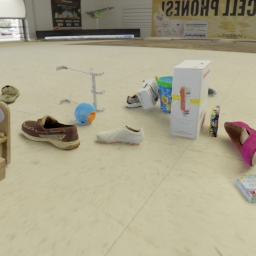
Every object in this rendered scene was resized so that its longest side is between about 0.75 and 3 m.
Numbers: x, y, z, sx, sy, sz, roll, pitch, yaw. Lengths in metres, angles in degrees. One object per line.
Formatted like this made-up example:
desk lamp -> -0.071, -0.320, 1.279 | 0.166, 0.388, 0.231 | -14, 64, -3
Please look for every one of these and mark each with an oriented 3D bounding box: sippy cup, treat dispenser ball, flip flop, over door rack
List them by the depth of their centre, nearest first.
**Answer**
treat dispenser ball -> -1.784, -0.612, 11.690 | 0.902, 0.902, 0.902 | 0, 23, 0
sippy cup -> 2.104, -1.541, 13.039 | 1.609, 1.502, 2.049 | 13, 24, 31
over door rack -> -2.179, -1.959, 13.508 | 2.616, 1.932, 0.871 | 14, 28, 28
flip flop -> -6.396, -1.906, 14.964 | 0.960, 0.681, 2.367 | -5, 24, -11

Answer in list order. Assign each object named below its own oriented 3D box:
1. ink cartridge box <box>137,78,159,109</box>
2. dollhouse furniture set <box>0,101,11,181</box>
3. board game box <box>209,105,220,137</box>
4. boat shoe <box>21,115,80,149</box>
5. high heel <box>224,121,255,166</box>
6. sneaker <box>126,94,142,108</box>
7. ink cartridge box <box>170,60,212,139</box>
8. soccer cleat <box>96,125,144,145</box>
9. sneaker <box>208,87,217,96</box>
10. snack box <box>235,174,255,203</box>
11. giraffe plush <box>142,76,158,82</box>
ink cartridge box -> 1.029, -1.638, 13.307 | 0.549, 0.947, 1.312 | -10, 30, 34
dollhouse furniture set -> -4.477, 0.340, 7.156 | 2.644, 2.266, 2.781 | 19, 26, 16
board game box -> 3.367, -0.281, 10.864 | 0.312, 0.909, 1.100 | 7, 25, 17
boat shoe -> -2.872, -0.031, 10.173 | 2.723, 0.980, 0.982 | 16, 28, 33
high heel -> 3.595, 0.412, 9.086 | 1.438, 1.008, 2.991 | 22, 15, 22
sneaker -> 0.611, -1.415, 13.906 | 1.570, 0.622, 0.580 | -13, 23, -32
ink cartridge box -> 2.409, -1.184, 10.790 | 1.090, 2.613, 1.897 | 10, 25, 22
soccer cleat -> -0.281, 0.195, 10.038 | 1.753, 0.680, 0.608 | 3, 23, 9
sneaker -> 4.455, -2.118, 15.763 | 1.248, 0.486, 0.620 | 17, 25, 32
snack box -> 3.336, 1.569, 7.359 | 0.657, 0.245, 0.924 | -2, 23, -4
giraffe plush -> 1.454, -2.186, 15.471 | 1.247, 1.076, 1.011 | 4, 43, -17
